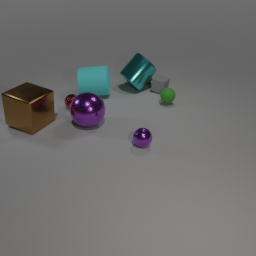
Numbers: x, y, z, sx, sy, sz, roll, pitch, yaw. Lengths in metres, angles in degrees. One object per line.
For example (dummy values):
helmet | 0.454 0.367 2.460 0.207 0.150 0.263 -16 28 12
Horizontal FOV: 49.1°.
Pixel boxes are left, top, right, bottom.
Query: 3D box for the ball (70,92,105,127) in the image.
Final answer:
ball | -1.599 -0.728 11.149 1.400 1.400 1.400 0 30 0

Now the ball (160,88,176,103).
ball | 1.851 -1.513 12.987 0.700 0.700 0.700 0 30 0

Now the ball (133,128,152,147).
ball | 0.519 0.334 9.997 0.700 0.700 0.700 0 30 0

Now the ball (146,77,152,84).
ball | 0.985 -2.769 15.434 0.700 0.700 0.700 0 30 0

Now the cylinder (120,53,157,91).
cylinder | 0.521 -2.882 14.411 1.400 1.400 1.400 -49 38 4

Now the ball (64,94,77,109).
ball | -2.520 -1.193 12.670 0.700 0.700 0.700 0 30 0

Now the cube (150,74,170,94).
cube | 1.657 -2.249 14.423 0.700 0.700 0.700 24 36 23

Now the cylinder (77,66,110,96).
cylinder | -1.642 -2.275 13.695 1.400 1.400 1.400 -4 30 3

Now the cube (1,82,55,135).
cube | -3.926 -0.822 11.178 1.400 1.400 1.400 19 34 19
